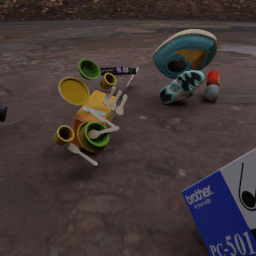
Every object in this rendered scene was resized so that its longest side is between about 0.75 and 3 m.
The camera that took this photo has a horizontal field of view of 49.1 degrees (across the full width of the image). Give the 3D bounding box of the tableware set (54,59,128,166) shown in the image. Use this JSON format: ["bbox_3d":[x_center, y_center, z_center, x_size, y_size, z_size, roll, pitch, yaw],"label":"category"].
[{"bbox_3d":[-0.914,-0.535,6.674,1.758,0.400,2.609,36,49,-15],"label":"tableware set"}]

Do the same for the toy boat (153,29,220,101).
[{"bbox_3d":[2.524,-2.278,10.549,2.491,2.963,1.377,-25,40,45],"label":"toy boat"}]

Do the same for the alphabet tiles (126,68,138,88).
[{"bbox_3d":[0.191,-2.187,12.264,0.070,0.953,0.932,28,43,-8],"label":"alphabet tiles"}]

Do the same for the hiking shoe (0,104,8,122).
[{"bbox_3d":[-3.879,-0.449,8.008,0.668,0.502,1.327,11,-10,-33],"label":"hiking shoe"}]

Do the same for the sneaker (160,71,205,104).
[{"bbox_3d":[2.242,-1.574,10.375,1.383,0.768,1.977,-14,-6,-42],"label":"sneaker"}]

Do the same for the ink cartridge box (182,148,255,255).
[{"bbox_3d":[1.721,0.962,3.597,0.569,2.574,1.210,-13,67,-25],"label":"ink cartridge box"}]

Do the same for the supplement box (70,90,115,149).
[{"bbox_3d":[-0.923,-0.300,8.143,0.864,0.835,2.511,14,24,-2],"label":"supplement box"}]

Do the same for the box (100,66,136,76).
[{"bbox_3d":[-0.600,-2.246,11.119,1.554,0.281,1.111,2,8,28],"label":"box"}]
